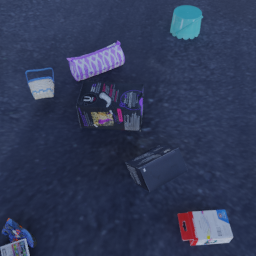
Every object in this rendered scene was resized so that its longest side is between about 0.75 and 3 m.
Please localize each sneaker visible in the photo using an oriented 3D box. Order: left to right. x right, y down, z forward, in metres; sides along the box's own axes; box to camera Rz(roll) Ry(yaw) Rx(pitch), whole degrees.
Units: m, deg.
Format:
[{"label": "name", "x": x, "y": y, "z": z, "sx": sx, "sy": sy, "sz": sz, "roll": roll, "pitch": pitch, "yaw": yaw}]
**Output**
[{"label": "sneaker", "x": -3.220, "y": 3.210, "z": 8.317, "sx": 1.292, "sy": 0.487, "sz": 0.507, "roll": 21, "pitch": 60, "yaw": 28}]

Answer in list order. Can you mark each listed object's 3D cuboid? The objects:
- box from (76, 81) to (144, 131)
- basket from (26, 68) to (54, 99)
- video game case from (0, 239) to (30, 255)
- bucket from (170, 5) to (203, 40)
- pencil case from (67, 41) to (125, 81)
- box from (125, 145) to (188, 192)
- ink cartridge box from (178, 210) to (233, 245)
[{"label": "box", "x": -0.640, "y": -0.871, "z": 11.099, "sx": 2.450, "sy": 1.300, "sz": 1.498, "roll": 5, "pitch": 50, "yaw": 4}, {"label": "basket", "x": -3.797, "y": -1.967, "z": 12.183, "sx": 1.172, "sy": 0.925, "sz": 1.330, "roll": -9, "pitch": 78, "yaw": -8}, {"label": "video game case", "x": -3.138, "y": 3.634, "z": 7.865, "sx": 0.743, "sy": 0.094, "sz": 0.815, "roll": -18, "pitch": 76, "yaw": -1}, {"label": "bucket", "x": 3.197, "y": -5.801, "z": 15.315, "sx": 1.763, "sy": 1.147, "sz": 1.763, "roll": 0, "pitch": 51, "yaw": 0}, {"label": "pencil case", "x": -1.423, "y": -3.127, "z": 13.083, "sx": 2.698, "sy": 1.153, "sz": 1.132, "roll": -28, "pitch": 52, "yaw": -20}, {"label": "box", "x": 0.872, "y": 1.239, "z": 8.959, "sx": 1.420, "sy": 1.444, "sz": 0.848, "roll": -25, "pitch": 97, "yaw": -15}, {"label": "ink cartridge box", "x": 2.256, "y": 2.993, "z": 8.411, "sx": 1.483, "sy": 0.499, "sz": 0.861, "roll": -3, "pitch": 50, "yaw": -2}]
